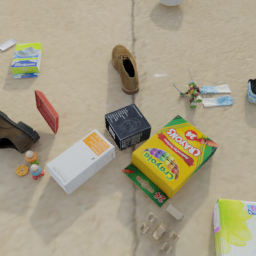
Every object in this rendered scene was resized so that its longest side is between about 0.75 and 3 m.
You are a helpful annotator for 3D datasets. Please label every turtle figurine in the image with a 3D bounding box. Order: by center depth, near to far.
[{"bbox_3d":[2.487,-1.488,11.484,0.901,1.252,1.214,-27,56,23],"label":"turtle figurine"}]

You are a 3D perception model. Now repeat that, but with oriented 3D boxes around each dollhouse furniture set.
[{"bbox_3d":[1.144,2.978,8.548,1.084,0.768,1.180,35,83,23],"label":"dollhouse furniture set"}]

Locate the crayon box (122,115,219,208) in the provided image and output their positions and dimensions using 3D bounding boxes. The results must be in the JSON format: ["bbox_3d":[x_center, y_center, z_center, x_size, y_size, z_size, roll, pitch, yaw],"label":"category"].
[{"bbox_3d":[1.459,1.042,9.647,1.877,0.751,2.957,40,62,22],"label":"crayon box"}]

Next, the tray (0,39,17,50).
[{"bbox_3d":[-5.933,-4.093,13.813,0.456,0.094,0.850,35,61,21],"label":"tray"}]

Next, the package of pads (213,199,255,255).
[{"bbox_3d":[3.389,3.199,8.211,1.635,0.722,2.116,4,55,3],"label":"package of pads"}]

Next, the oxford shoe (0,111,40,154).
[{"bbox_3d":[-4.734,0.084,10.274,2.782,1.011,1.174,24,59,16],"label":"oxford shoe"}]

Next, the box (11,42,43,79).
[{"bbox_3d":[-4.650,-3.145,12.917,1.187,0.464,1.946,-5,54,-2],"label":"box"}]

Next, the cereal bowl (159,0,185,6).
[{"bbox_3d":[2.566,-7.517,15.724,1.885,0.785,1.885,-7,58,11],"label":"cereal bowl"}]

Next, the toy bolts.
[{"bbox_3d":[-3.388,1.326,9.593,0.899,0.653,0.942,-37,62,-23],"label":"toy bolts"}]

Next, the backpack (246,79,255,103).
[{"bbox_3d":[5.357,-1.503,11.637,0.829,0.781,1.016,15,35,5],"label":"backpack"}]

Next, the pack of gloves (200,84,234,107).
[{"bbox_3d":[3.758,-1.441,11.814,1.371,0.270,1.151,-5,56,-4],"label":"pack of gloves"}]

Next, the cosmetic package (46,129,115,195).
[{"bbox_3d":[-1.576,1.130,9.670,2.131,0.759,1.081,-39,63,-23],"label":"cosmetic package"}]

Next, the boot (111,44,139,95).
[{"bbox_3d":[-0.080,-2.912,12.361,1.085,1.112,2.946,-13,54,-6],"label":"boot"}]

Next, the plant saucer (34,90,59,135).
[{"bbox_3d":[-2.954,-0.599,10.352,0.255,1.389,1.386,-32,76,-25],"label":"plant saucer"}]

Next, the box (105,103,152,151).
[{"bbox_3d":[-0.016,-0.059,10.480,1.290,0.813,1.312,-23,58,-16],"label":"box"}]
